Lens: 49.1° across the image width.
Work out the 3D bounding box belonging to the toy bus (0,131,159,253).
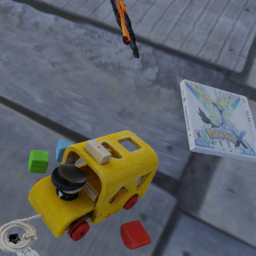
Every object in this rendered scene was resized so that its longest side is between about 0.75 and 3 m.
[{"bbox_3d":[-0.609,0.824,4.811,2.349,1.286,2.489,15,29,-11],"label":"toy bus"}]

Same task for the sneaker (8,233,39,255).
[{"bbox_3d":[-2.048,2.335,5.377,0.809,0.466,0.305,27,54,27],"label":"sneaker"}]

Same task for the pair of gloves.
[{"bbox_3d":[-0.144,-2.886,7.510,0.253,2.049,1.825,-16,82,12],"label":"pair of gloves"}]

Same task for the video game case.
[{"bbox_3d":[2.077,-0.157,6.211,1.871,0.206,1.706,10,58,-21],"label":"video game case"}]
